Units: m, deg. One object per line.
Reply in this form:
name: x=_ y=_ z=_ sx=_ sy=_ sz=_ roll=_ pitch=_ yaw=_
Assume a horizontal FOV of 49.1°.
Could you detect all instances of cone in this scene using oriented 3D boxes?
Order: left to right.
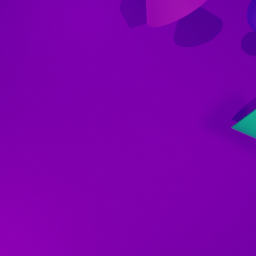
cone: x=0.708 y=-3.197 z=5.607 sx=1.597 sy=1.597 sz=1.603 roll=-41 pitch=122 yaw=-6
cone: x=3.470 y=0.080 z=6.913 sx=1.230 sy=1.230 sz=1.234 roll=-36 pitch=79 yaw=-5

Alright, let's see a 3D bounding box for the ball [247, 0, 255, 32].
ball: x=2.595 y=-2.106 z=5.073 sx=0.815 sy=0.815 sz=0.815 roll=0 pitch=81 yaw=0
